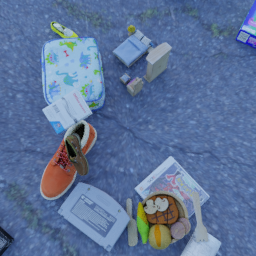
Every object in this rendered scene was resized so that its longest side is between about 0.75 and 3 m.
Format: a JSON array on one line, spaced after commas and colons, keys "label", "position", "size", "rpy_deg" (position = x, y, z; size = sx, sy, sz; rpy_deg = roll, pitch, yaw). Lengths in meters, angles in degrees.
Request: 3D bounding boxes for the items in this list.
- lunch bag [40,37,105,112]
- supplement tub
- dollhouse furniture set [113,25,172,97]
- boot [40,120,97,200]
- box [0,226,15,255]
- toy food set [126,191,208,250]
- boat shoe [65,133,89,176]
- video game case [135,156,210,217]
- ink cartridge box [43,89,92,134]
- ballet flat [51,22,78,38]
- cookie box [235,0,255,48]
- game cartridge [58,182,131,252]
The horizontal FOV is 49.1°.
[{"label": "lunch bag", "position": [-2.089, -2.004, 10.617], "size": [2.293, 1.176, 2.853], "rpy_deg": [-8, 73, -4]}, {"label": "supplement tub", "position": [2.233, 3.998, 8.859], "size": [0.897, 0.897, 1.360], "rpy_deg": [33, 74, 10]}, {"label": "dollhouse furniture set", "position": [0.203, -2.866, 10.750], "size": [2.110, 1.458, 2.235], "rpy_deg": [-42, 76, -12]}, {"label": "boot", "position": [-2.118, 1.042, 9.442], "size": [1.114, 1.592, 2.970], "rpy_deg": [28, 78, 3]}, {"label": "box", "position": [-4.593, 3.624, 9.169], "size": [1.342, 0.529, 0.947], "rpy_deg": [37, 73, 10]}, {"label": "toy food set", "position": [1.098, 2.909, 8.957], "size": [2.588, 0.520, 1.787], "rpy_deg": [-12, 71, 17]}, {"label": "boat shoe", "position": [-1.603, 0.874, 8.457], "size": [0.498, 0.470, 1.384], "rpy_deg": [-11, 104, 28]}, {"label": "video game case", "position": [1.530, 2.262, 9.763], "size": [1.777, 0.224, 1.951], "rpy_deg": [-40, 77, -11]}, {"label": "ink cartridge box", "position": [-1.794, -0.487, 8.400], "size": [1.172, 0.490, 0.850], "rpy_deg": [-32, 91, 1]}, {"label": "ballet flat", "position": [-2.670, -4.023, 11.649], "size": [1.327, 0.445, 0.443], "rpy_deg": [32, 75, 9]}, {"label": "cookie box", "position": [5.654, -4.262, 11.564], "size": [1.671, 0.734, 1.953], "rpy_deg": [27, 74, 10]}, {"label": "game cartridge", "position": [-1.085, 2.874, 9.445], "size": [2.178, 0.452, 1.450], "rpy_deg": [33, 72, 12]}]
